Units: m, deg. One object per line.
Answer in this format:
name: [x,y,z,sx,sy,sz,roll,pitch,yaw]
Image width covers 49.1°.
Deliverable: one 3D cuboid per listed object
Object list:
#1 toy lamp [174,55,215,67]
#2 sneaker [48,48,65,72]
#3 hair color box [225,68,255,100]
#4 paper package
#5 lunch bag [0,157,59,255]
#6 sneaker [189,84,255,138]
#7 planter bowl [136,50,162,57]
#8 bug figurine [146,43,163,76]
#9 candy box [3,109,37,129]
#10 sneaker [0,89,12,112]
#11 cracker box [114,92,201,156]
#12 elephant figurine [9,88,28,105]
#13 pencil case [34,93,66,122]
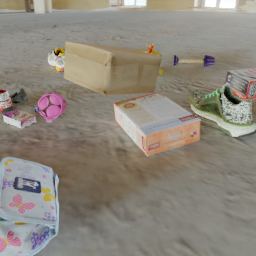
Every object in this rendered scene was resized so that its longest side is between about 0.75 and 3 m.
toy lamp: [3.502,-3.584,14.859,2.119,0.617,0.617,5,28,7]
sneaker: [-3.529,-3.725,14.634,0.992,1.046,2.547,-16,31,-28]
hair color box: [5.459,-1.857,11.318,2.584,0.826,1.433,-6,29,-15]
paper package: [-0.526,-2.034,9.410,2.392,1.298,2.509,26,25,38]
lunch bag: [-2.114,1.332,4.708,1.851,1.177,1.570,-11,32,-9]
sneaker: [3.010,-0.861,8.896,1.112,1.282,2.893,-11,30,-20]
planter bowl: [0.339,-2.915,13.124,2.433,1.013,2.433,-1,28,0]
bug figurine: [0.913,-2.440,10.396,0.333,1.004,1.294,-10,66,-11]
candy box: [-3.449,-0.302,8.929,0.880,0.268,0.600,17,31,28]
sneaker: [-4.789,-0.939,9.571,1.489,0.798,0.497,-5,28,-9]
cracker box: [0.749,-0.222,8.165,1.618,0.697,2.415,-15,29,-17]
elephant figurine: [-4.122,-1.084,10.289,0.794,0.616,0.562,-18,74,-11]
pencil case: [-1.990,-0.557,7.401,0.685,0.708,1.510,-3,6,-7]
